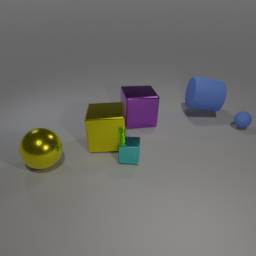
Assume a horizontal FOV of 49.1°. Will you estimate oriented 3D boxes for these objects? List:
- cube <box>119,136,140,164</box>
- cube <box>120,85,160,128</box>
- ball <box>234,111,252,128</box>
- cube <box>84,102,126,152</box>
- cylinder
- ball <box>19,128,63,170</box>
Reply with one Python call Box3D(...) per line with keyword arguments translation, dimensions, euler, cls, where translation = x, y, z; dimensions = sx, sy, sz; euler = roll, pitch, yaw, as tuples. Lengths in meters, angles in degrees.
Box3D(translation=(0.059, 0.765, 9.808), dimensions=(0.700, 0.700, 0.700), euler=(3, 30, 3), cls="cube")
Box3D(translation=(0.465, -0.949, 12.214), dimensions=(1.400, 1.400, 1.400), euler=(-3, 30, -11), cls="cube")
Box3D(translation=(4.835, -0.360, 11.797), dimensions=(0.700, 0.700, 0.700), euler=(0, 30, 0), cls="ball")
Box3D(translation=(-0.796, -0.055, 10.593), dimensions=(1.400, 1.400, 1.400), euler=(-3, 29, 1), cls="cube")
Box3D(translation=(3.470, -1.527, 12.637), dimensions=(1.400, 1.400, 1.400), euler=(8, 29, -7), cls="cylinder")
Box3D(translation=(-2.913, 0.686, 9.391), dimensions=(1.400, 1.400, 1.400), euler=(0, 30, 0), cls="ball")
